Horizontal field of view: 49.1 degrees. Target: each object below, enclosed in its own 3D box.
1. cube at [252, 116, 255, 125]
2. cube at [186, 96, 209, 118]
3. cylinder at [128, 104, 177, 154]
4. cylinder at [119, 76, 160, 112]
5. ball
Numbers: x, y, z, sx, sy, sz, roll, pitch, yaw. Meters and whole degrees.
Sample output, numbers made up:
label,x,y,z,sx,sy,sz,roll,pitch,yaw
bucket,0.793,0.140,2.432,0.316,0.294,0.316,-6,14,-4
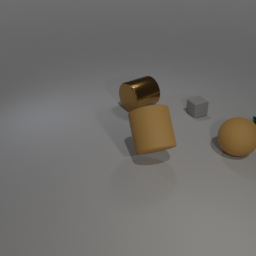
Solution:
label,x,y,z,sx,sy,sz,roll,pitch,yaw
cube,5.181,0.058,10.964,0.700,0.700,0.700,12,33,15
cube,3.109,-0.950,12.601,0.700,0.700,0.700,-14,33,-17
cylinder,0.808,0.071,9.404,1.400,1.400,1.400,-10,-10,-2
cylinder,0.527,-1.576,12.942,1.400,1.400,1.400,-22,38,-30
ball,3.910,0.304,9.928,1.400,1.400,1.400,0,32,0
